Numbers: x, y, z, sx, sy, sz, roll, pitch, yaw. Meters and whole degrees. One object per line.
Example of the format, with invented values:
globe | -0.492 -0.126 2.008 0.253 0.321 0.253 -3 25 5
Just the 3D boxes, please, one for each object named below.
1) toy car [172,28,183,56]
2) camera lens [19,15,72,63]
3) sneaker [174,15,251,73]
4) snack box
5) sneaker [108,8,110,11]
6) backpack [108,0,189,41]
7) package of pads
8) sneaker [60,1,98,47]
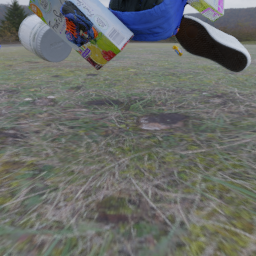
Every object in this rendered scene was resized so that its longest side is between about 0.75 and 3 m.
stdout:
toy car | 1.674 -3.077 9.351 1.746 0.856 0.581 26 31 -52
camera lens | -2.887 -3.122 9.774 1.355 1.355 1.694 -17 38 -38
sneaker | 2.743 -2.763 9.232 2.790 1.016 1.181 39 37 13
snack box | -1.252 -2.706 7.089 0.655 2.473 1.759 -55 18 -20
sneaker | -0.483 -3.710 10.722 0.974 2.931 1.326 49 31 10
backpack | 0.701 -3.211 7.224 1.792 1.851 2.206 8 61 31
package of pads | 2.461 -4.237 8.971 1.483 1.145 0.506 20 -21 -29
sneaker | -0.867 -1.699 4.800 0.472 0.491 1.253 45 4 9
